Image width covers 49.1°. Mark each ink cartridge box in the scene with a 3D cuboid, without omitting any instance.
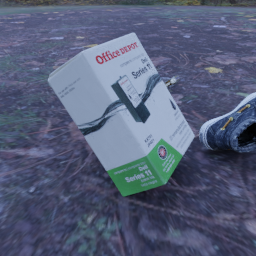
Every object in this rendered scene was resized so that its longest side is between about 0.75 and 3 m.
[{"bbox_3d":[0.004,-0.373,5.881,1.163,2.799,2.052,-26,11,38],"label":"ink cartridge box"}]

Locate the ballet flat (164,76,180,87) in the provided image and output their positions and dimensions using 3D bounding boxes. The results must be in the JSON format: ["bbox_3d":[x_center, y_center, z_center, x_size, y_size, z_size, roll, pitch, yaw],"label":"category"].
[{"bbox_3d":[1.668,-1.772,10.953,0.803,0.289,0.289,-26,16,29],"label":"ballet flat"}]

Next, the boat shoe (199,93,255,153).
[{"bbox_3d":[3.207,-0.137,7.018,2.735,0.968,1.242,-28,17,-20],"label":"boat shoe"}]
